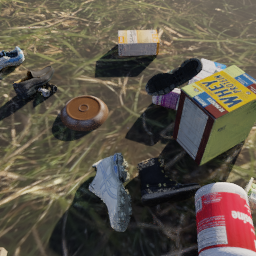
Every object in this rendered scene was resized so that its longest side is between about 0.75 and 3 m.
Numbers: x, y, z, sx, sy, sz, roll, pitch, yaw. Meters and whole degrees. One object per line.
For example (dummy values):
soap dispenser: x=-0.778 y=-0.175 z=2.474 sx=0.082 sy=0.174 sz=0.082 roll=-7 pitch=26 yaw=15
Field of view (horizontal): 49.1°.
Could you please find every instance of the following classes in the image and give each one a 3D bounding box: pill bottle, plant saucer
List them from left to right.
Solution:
plant saucer: x=-1.929 y=-0.776 z=12.308 sx=2.122 sy=0.388 sz=2.122 roll=1 pitch=49 yaw=-1
pill bottle: x=1.987 y=-1.313 z=12.416 sx=1.649 sy=0.925 sz=0.925 roll=18 pitch=51 yaw=15
pill bottle: x=2.812 y=3.167 z=8.054 sx=1.595 sy=1.595 sz=2.842 roll=4 pitch=49 yaw=3

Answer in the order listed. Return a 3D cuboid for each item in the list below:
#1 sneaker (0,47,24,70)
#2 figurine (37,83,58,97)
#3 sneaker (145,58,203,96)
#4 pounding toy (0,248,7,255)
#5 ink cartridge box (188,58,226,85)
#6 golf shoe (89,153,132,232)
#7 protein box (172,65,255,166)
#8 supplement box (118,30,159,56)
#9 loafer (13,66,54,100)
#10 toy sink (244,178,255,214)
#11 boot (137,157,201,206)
sneaker: x=-6.627 y=-3.395 z=14.219 sx=2.638 sy=0.956 sz=0.948 roll=-29 pitch=56 yaw=-21
figurine: x=-3.874 y=-1.859 z=13.331 sx=0.747 sy=0.330 sz=0.766 roll=28 pitch=54 yaw=33
sneaker: x=1.793 y=-1.831 z=10.728 sx=2.324 sy=0.921 sz=0.876 roll=-23 pitch=82 yaw=17
pounding toy: x=-4.152 y=3.968 z=8.130 sx=0.957 sy=0.438 sz=0.841 roll=1 pitch=49 yaw=1
ink cartridge box: x=3.807 y=-2.444 z=13.512 sx=1.286 sy=0.754 sz=1.756 roll=23 pitch=51 yaw=18
golf shoe: x=-0.637 y=2.206 z=9.477 sx=1.377 sy=1.109 sz=2.833 roll=-15 pitch=43 yaw=10
protein box: x=3.335 y=-0.469 z=10.532 sx=2.603 sy=2.623 sz=1.769 roll=-25 pitch=53 yaw=-20
supplement box: x=0.552 y=-4.704 z=15.425 sx=2.195 sy=0.807 sz=1.383 roll=-2 pitch=48 yaw=-1
loafer: x=-4.408 y=-2.355 z=13.238 sx=0.866 sy=0.860 sz=2.380 roll=5 pitch=44 yaw=32
toy sink: x=4.101 y=2.251 z=9.235 sx=0.576 sy=1.029 sz=0.671 roll=25 pitch=53 yaw=21
boot: x=1.354 y=1.791 z=9.848 sx=2.094 sy=0.766 sz=1.576 roll=-12 pitch=50 yaw=-3
